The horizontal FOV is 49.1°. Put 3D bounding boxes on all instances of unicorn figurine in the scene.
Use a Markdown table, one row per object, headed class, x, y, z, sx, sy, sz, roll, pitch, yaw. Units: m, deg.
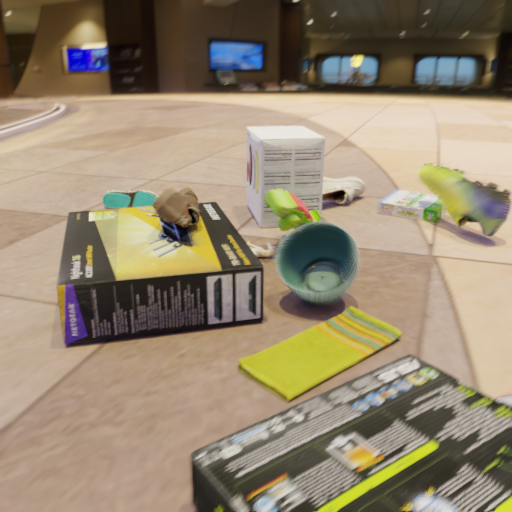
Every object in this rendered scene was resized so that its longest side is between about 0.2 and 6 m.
| class | x | y | z | sx | sy | sz | roll | pitch | yaw |
| --- | --- | --- | --- | --- | --- | --- | --- | --- | --- |
| unicorn figurine | -0.033 | -0.098 | 11.456 | 0.944 | 0.349 | 0.648 | -35 | 45 | -27 |

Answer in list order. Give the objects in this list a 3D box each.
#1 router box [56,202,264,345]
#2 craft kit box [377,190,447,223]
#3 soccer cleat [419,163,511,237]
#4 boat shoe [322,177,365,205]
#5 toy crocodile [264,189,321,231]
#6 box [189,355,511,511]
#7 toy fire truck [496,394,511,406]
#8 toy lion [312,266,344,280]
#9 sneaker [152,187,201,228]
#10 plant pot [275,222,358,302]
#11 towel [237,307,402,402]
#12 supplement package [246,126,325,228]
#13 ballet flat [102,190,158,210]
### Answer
| class | x | y | z | sx | sy | sz | roll | pitch | yaw |
| --- | --- | --- | --- | --- | --- | --- | --- | --- | --- |
| router box | -1.811 | 0.073 | 9.964 | 3.038 | 1.009 | 3.864 | -6 | 22 | -15 |
| craft kit box | 4.160 | -1.329 | 14.647 | 1.533 | 0.376 | 1.552 | 10 | 23 | 31 |
| soccer cleat | 4.637 | -1.357 | 13.044 | 0.931 | 1.205 | 2.880 | 4 | 22 | -25 |
| boat shoe | 2.275 | -1.698 | 15.229 | 2.059 | 0.730 | 0.719 | 0 | 52 | -39 |
| toy crocodile | 0.800 | -0.915 | 11.899 | 0.728 | 0.795 | 2.356 | -32 | -22 | 13 |
| box | 1.502 | 2.183 | 4.907 | 3.158 | 0.750 | 3.049 | -14 | 27 | -34 |
| toy fire truck | 3.167 | 1.826 | 6.217 | 0.876 | 0.585 | 1.043 | -19 | 14 | 21 |
| toy lion | 1.247 | 0.157 | 10.825 | 1.031 | 0.369 | 1.076 | -4 | 20 | 8 |
| sneaker | -1.318 | -0.778 | 10.061 | 0.699 | 0.652 | 1.851 | 46 | 11 | 1 |
| plant pot | 1.072 | 0.223 | 9.394 | 1.337 | 0.896 | 1.337 | -7 | 59 | 12 |
| towel | 0.953 | 1.305 | 7.909 | 2.395 | 0.216 | 1.031 | -18 | 26 | -38 |
| supplement package | 0.658 | -2.028 | 13.949 | 1.558 | 2.118 | 2.026 | -3 | 21 | -10 |
| ballet flat | -2.990 | -1.310 | 14.206 | 2.065 | 0.741 | 0.741 | 14 | 25 | 31 |
